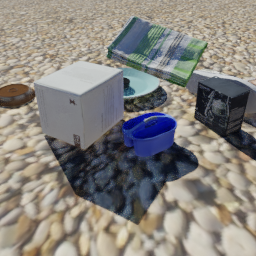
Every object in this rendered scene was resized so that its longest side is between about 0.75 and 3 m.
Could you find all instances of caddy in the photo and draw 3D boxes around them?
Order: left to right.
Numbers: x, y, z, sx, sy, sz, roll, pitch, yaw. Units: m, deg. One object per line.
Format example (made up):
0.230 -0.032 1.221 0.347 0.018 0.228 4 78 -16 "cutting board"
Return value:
0.558 0.064 7.233 1.504 0.790 1.063 -21 39 -29 "caddy"

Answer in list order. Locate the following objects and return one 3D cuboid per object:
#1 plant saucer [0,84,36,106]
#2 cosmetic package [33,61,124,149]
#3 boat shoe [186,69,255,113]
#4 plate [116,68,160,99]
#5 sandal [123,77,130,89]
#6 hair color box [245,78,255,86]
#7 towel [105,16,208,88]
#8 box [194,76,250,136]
-3.941 -1.201 9.650 1.470 0.269 1.470 0 32 0 "plant saucer"
-1.249 -0.720 7.700 1.572 1.570 1.905 18 36 26 "cosmetic package"
3.276 -1.362 9.276 1.029 1.045 2.948 -26 34 -29 "boat shoe"
-0.171 -1.580 10.165 2.636 0.337 2.636 0 32 0 "plate"
-1.038 -1.778 9.836 2.244 0.480 0.853 0 32 -13 "sandal"
4.893 -1.319 9.498 2.045 0.619 1.023 -15 36 -21 "hair color box"
0.602 -1.662 5.779 1.806 0.277 1.347 23 64 14 "towel"
2.608 -0.651 7.924 0.767 1.217 1.238 -19 37 -27 "box"
